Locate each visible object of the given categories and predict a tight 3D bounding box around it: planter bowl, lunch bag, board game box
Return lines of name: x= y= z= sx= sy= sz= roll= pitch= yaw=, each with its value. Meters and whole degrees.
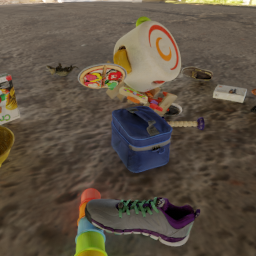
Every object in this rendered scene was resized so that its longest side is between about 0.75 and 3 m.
planter bowl: x=-4.419 y=0.934 z=7.754 sx=2.587 sy=1.078 sz=2.587 roll=0 pitch=30 yaw=0
lunch bag: x=0.384 y=0.222 z=8.619 sx=1.468 sy=1.430 sz=2.161 roll=-14 pitch=33 yaw=-22
board game box: x=-5.365 y=-0.737 z=9.910 sx=0.484 sy=1.766 sz=2.798 roll=26 pitch=40 yaw=37

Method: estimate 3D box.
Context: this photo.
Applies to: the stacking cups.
stacking cups: x=-0.801 y=2.183 z=6.010 sx=0.710 sy=0.710 sz=2.347 roll=-3 pitch=31 yaw=-6

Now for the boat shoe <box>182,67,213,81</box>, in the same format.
boat shoe: x=3.601 y=-2.813 z=14.603 sx=1.629 sy=0.585 sz=0.485 roll=13 pitch=29 yaw=10

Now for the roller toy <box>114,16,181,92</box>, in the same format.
roller toy: x=0.613 y=-2.325 z=9.451 sx=1.585 sy=2.069 sz=2.269 roll=-20 pitch=40 yaw=42

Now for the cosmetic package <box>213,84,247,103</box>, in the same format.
cosmetic package: x=4.650 y=-1.593 z=12.771 sx=1.309 sy=0.338 sz=0.987 roll=14 pitch=31 yaw=22

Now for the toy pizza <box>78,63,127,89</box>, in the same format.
toy pizza: x=-0.663 y=-1.307 z=7.425 sx=1.309 sy=1.309 sz=0.207 roll=-6 pitch=73 yaw=-9

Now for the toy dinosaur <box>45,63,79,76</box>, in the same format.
toy dinosaur: x=-3.514 y=-3.066 z=15.130 sx=1.736 sy=0.668 sz=0.888 roll=11 pitch=45 yaw=5

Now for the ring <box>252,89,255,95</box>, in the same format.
ring: x=6.261 y=-1.630 z=13.073 sx=0.928 sy=0.089 sz=0.928 roll=1 pitch=31 yaw=0

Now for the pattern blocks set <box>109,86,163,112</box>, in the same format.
pattern blocks set: x=0.190 y=-1.027 z=8.688 sx=1.697 sy=0.138 sz=1.492 roll=19 pitch=17 yaw=-16

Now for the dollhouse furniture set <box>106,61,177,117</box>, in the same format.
dollhouse furniture set: x=0.509 y=-1.520 z=10.747 sx=2.578 sy=1.342 sz=2.606 roll=49 pitch=24 yaw=26

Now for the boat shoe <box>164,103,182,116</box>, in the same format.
boat shoe: x=1.313 y=-0.720 z=11.107 sx=1.591 sy=0.556 sz=0.527 roll=13 pitch=38 yaw=24

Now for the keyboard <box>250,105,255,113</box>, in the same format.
keyboard: x=5.852 y=-0.643 z=11.353 sx=1.480 sy=0.152 sz=0.941 roll=27 pitch=40 yaw=36

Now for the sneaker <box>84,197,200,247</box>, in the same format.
sneaker: x=0.298 y=1.725 z=5.974 sx=2.353 sy=1.030 sz=0.876 roll=15 pitch=31 yaw=-7

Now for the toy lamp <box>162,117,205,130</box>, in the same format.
toy lamp: x=1.786 y=-0.154 z=10.149 sx=1.884 sy=0.548 sz=0.548 roll=-3 pitch=31 yaw=-3
